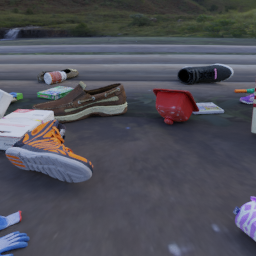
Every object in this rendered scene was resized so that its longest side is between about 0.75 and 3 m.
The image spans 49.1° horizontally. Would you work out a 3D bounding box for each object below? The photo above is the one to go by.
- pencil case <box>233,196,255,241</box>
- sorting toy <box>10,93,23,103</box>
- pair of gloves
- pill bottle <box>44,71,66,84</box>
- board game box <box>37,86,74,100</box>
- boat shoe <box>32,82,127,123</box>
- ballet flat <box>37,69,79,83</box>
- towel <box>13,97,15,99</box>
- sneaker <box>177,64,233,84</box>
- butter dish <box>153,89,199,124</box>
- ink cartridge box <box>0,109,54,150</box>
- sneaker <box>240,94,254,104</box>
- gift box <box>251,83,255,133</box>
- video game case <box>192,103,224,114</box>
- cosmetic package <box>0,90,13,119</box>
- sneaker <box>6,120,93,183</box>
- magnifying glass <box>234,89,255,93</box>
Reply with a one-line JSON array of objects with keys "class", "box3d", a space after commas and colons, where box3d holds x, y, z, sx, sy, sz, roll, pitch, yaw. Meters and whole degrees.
[{"class": "pencil case", "box3d": [1.942, 1.382, 3.561, 0.491, 0.500, 1.169, 24, 8, -36]}, {"class": "sorting toy", "box3d": [-4.718, -1.029, 9.880, 1.162, 0.281, 2.063, 17, 30, 35]}, {"class": "pair of gloves", "box3d": [-1.825, 1.479, 3.862, 0.805, 0.114, 1.001, -11, 23, -26]}, {"class": "pill bottle", "box3d": [-3.363, -2.356, 13.034, 0.526, 0.526, 0.938, 18, 28, 38]}, {"class": "board game box", "box3d": [-2.781, -1.399, 11.055, 0.875, 0.189, 1.300, 11, 24, 27]}, {"class": "boat shoe", "box3d": [-1.453, -0.891, 8.531, 2.938, 1.087, 1.085, -10, 24, -24]}, {"class": "ballet flat", "box3d": [-3.419, -2.692, 13.829, 0.809, 0.557, 2.402, 18, 28, 38]}, {"class": "towel", "box3d": [-4.493, -1.142, 10.585, 0.376, 0.079, 0.873, -7, 22, -26]}, {"class": "sneaker", "box3d": [3.395, -2.371, 12.719, 2.489, 0.880, 1.234, 6, 24, 30]}, {"class": "butter dish", "box3d": [1.289, -0.520, 8.040, 1.190, 0.880, 1.187, 10, -21, 33]}, {"class": "ink cartridge box", "box3d": [-2.579, 0.079, 6.753, 1.014, 0.588, 1.741, 4, 21, 8]}, {"class": "sneaker", "box3d": [4.495, -1.098, 9.964, 0.992, 0.438, 0.399, -1, 23, 0]}, {"class": "gift box", "box3d": [4.292, -0.537, 6.341, 2.408, 2.222, 2.249, -12, 17, -22]}, {"class": "video game case", "box3d": [2.509, -0.653, 9.276, 0.990, 0.109, 0.901, -3, 21, -8]}, {"class": "cosmetic package", "box3d": [-3.526, -0.519, 6.705, 0.942, 1.125, 0.936, 27, -4, -9]}, {"class": "sneaker", "box3d": [-1.348, 0.338, 5.356, 1.895, 0.735, 1.062, 11, 48, 23]}, {"class": "magnifying glass", "box3d": [4.949, -1.517, 11.451, 1.180, 0.132, 0.469, -3, 22, -5]}]
